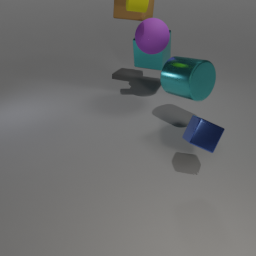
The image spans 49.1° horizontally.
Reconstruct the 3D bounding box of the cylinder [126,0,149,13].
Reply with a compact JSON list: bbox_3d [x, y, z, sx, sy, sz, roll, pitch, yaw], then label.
[{"bbox_3d":[0.322,-4.478,9.874,0.700,0.700,0.700,2,29,-9],"label":"cylinder"}]

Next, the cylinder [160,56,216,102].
[{"bbox_3d":[2.111,-1.762,9.900,1.400,1.400,1.400,-21,29,-32],"label":"cylinder"}]

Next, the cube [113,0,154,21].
[{"bbox_3d":[0.291,-5.549,12.386,1.400,1.400,1.400,14,25,19],"label":"cube"}]

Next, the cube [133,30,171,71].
[{"bbox_3d":[1.149,-3.718,13.139,1.400,1.400,1.400,13,44,20],"label":"cube"}]

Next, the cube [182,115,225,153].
[{"bbox_3d":[1.969,0.146,7.398,0.700,0.700,0.700,23,7,-9],"label":"cube"}]

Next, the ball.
[{"bbox_3d":[0.978,-3.700,11.322,1.400,1.400,1.400,0,30,0],"label":"ball"}]
